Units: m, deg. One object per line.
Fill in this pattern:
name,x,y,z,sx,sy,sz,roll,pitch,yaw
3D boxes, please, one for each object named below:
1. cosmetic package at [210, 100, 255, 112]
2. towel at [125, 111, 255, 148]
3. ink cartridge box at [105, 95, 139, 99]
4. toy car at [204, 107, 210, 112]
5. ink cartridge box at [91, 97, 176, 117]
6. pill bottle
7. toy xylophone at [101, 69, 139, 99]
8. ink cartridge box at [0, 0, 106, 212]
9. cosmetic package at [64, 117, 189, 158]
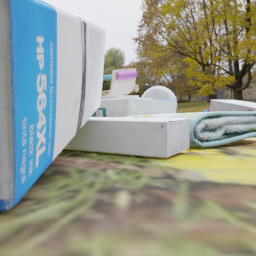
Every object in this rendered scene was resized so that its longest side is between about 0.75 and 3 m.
cosmetic package,4.611,-0.651,11.300,1.223,0.750,2.963,-3,12,-13
towel,1.161,-0.007,4.931,2.156,0.519,1.846,-2,1,-36
ink cartridge box,-0.980,-0.548,9.274,2.477,1.033,1.799,-1,5,-7
toy car,4.041,-0.620,13.344,0.935,0.801,1.068,-3,4,-39
ink cartridge box,-0.216,-0.269,6.601,1.394,0.807,2.400,-2,4,-39
pill bottle,1.263,-0.905,11.407,1.468,1.468,2.652,1,0,10
toy xylophone,-0.841,-1.138,7.468,2.522,0.634,1.847,0,11,29
ink cartridge box,-1.309,-0.500,2.471,1.873,1.082,2.566,5,15,4
cosmetic package,-0.138,0.083,3.604,1.693,0.429,0.699,2,4,32
